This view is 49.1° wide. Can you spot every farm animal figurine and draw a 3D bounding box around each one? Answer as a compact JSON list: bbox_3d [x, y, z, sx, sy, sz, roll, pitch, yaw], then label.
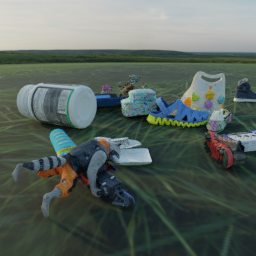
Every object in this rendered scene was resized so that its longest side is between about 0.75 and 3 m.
[{"bbox_3d":[-0.567,-1.839,15.108,1.761,0.886,1.422,-7,-2,-11],"label":"farm animal figurine"}]

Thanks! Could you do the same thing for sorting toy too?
[{"bbox_3d":[3.417,-1.522,12.029,1.940,1.747,1.037,3,21,-3],"label":"sorting toy"}]

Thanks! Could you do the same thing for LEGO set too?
[{"bbox_3d":[0.376,-2.303,13.764,1.248,0.811,0.354,22,-15,30],"label":"LEGO set"}]

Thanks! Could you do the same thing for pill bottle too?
[{"bbox_3d":[-2.695,-0.896,10.497,2.728,1.543,1.543,9,19,27],"label":"pill bottle"}]

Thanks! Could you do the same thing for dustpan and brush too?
[{"bbox_3d":[-0.402,0.399,8.066,1.337,0.383,0.933,-7,0,30],"label":"dustpan and brush"}]

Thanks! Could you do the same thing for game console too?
[{"bbox_3d":[-1.122,-1.429,12.999,1.743,1.031,1.488,-6,44,-20],"label":"game console"}]

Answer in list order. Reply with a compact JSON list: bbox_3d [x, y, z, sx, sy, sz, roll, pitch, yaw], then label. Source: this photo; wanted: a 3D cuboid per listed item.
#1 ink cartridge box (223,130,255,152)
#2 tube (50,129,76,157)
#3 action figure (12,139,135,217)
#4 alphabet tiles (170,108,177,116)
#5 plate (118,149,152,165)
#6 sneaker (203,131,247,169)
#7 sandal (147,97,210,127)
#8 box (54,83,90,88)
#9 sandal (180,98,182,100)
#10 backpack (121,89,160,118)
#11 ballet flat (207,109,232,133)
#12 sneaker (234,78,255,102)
[{"bbox_3d":[3.737,0.363,8.335,1.607,0.355,0.755,-5,18,-16],"label":"ink cartridge box"},{"bbox_3d":[-1.734,0.542,7.730,0.713,0.464,1.842,-20,27,-21],"label":"tube"},{"bbox_3d":[-0.874,0.828,5.543,2.126,1.149,2.198,-25,29,-37],"label":"action figure"},{"bbox_3d":[1.687,-0.681,12.348,2.324,0.088,1.943,9,19,28],"label":"alphabet tiles"},{"bbox_3d":[0.106,0.768,7.334,0.938,0.152,0.940,-2,17,-3],"label":"plate"},{"bbox_3d":[2.543,0.532,7.349,0.827,0.598,1.692,-2,19,-4],"label":"sneaker"},{"bbox_3d":[1.890,-0.606,10.505,2.325,1.012,0.924,4,15,6],"label":"sandal"},{"bbox_3d":[-3.879,-1.957,15.472,2.915,0.725,2.298,5,17,16],"label":"box"},{"bbox_3d":[3.130,-1.596,15.165,0.778,0.223,0.298,2,17,6],"label":"sandal"},{"bbox_3d":[0.487,-1.001,11.588,1.556,1.171,1.381,-12,17,-5],"label":"backpack"},{"bbox_3d":[3.356,-0.354,10.210,0.644,0.663,1.862,13,21,33],"label":"ballet flat"},{"bbox_3d":[6.523,-2.002,14.853,1.678,1.213,0.638,0,15,-6],"label":"sneaker"}]
